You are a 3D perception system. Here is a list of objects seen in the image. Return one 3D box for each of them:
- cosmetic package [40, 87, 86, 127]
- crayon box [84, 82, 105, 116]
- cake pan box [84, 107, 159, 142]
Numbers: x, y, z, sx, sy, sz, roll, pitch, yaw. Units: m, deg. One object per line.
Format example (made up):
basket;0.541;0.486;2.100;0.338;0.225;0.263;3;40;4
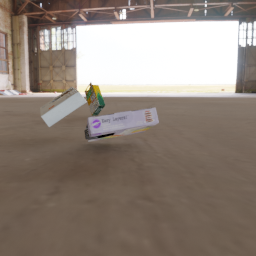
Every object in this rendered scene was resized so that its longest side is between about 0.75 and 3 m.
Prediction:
cosmetic package;-1.264;-0.437;5.335;0.796;0.273;1.056;-37;21;-7
crayon box;-1.370;-1.219;11.487;0.313;1.215;0.764;-3;-28;-35
cake pan box;-0.191;-0.042;5.339;1.295;0.339;1.192;-9;-9;-13
